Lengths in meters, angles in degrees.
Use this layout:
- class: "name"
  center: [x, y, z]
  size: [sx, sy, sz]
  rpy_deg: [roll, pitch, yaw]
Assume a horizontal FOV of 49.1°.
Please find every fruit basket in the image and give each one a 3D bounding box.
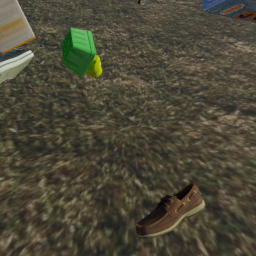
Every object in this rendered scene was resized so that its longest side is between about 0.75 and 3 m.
- class: "fruit basket"
  center: [-1.126, -1.950, 7.679]
  size: [1.381, 0.996, 1.381]
  rpy_deg: [27, 33, -20]

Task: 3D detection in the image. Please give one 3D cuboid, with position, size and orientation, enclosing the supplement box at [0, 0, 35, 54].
- class: "supplement box"
  center: [-1.480, -1.284, 3.297]
  size: [0.489, 0.776, 0.285]
  rpy_deg: [-30, 75, -10]

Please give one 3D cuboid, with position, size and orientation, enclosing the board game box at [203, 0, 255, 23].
- class: "board game box"
  center: [2.868, -2.502, 5.252]
  size: [2.307, 0.422, 1.745]
  rpy_deg: [-5, 1, -30]

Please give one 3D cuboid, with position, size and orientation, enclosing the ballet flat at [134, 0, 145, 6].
- class: "ballet flat"
  center: [0.430, -4.377, 9.634]
  size: [0.335, 0.310, 0.994]
  rpy_deg: [-24, 2, -4]

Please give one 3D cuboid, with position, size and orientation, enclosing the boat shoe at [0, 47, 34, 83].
- class: "boat shoe"
  center: [-2.766, -1.503, 6.212]
  size: [0.872, 0.727, 2.337]
  rpy_deg: [-42, 14, 16]

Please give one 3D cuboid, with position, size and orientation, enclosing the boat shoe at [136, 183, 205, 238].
- class: "boat shoe"
  center: [0.480, 0.952, 3.296]
  size: [0.987, 0.333, 0.355]
  rpy_deg: [-19, 7, -29]
